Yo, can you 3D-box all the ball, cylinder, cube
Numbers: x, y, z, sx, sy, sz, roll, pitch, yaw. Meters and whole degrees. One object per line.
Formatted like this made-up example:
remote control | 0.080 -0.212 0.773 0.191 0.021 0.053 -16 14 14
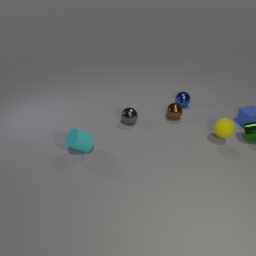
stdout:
ball | 1.969 -0.718 11.818 0.700 0.700 0.700 0 33 0
cylinder | 4.705 0.112 10.311 0.700 0.700 0.700 -10 26 28
cube | 4.961 -0.413 11.384 0.700 0.700 0.700 -10 34 -16
ball | 2.500 -1.311 12.757 0.700 0.700 0.700 0 33 0
ball | 3.453 0.000 10.050 0.700 0.700 0.700 0 33 0
ball | 0.058 -0.502 11.510 0.700 0.700 0.700 0 33 0
cylinder | -1.671 0.429 9.753 0.700 0.700 0.700 24 12 -42
